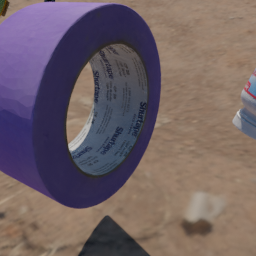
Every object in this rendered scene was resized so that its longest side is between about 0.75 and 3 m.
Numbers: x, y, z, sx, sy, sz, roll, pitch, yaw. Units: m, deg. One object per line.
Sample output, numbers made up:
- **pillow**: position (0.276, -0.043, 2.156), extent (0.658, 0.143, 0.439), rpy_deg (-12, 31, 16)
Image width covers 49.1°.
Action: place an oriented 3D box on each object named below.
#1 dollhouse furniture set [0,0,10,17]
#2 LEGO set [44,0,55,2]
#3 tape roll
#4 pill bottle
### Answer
- **dollhouse furniture set**: position (-3.137, -3.355, 7.064), extent (0.513, 1.330, 0.664), rpy_deg (42, 23, 20)
- **LEGO set**: position (-1.397, -2.367, 4.558), extent (0.348, 0.798, 1.229), rpy_deg (-29, 78, -9)
- **tape roll**: position (-0.702, -0.373, 4.439), extent (1.261, 2.968, 2.968), rpy_deg (15, 55, 31)
- **pill bottle**: position (2.514, -0.701, 4.527), extent (1.009, 1.856, 1.009), rpy_deg (19, 26, -10)
